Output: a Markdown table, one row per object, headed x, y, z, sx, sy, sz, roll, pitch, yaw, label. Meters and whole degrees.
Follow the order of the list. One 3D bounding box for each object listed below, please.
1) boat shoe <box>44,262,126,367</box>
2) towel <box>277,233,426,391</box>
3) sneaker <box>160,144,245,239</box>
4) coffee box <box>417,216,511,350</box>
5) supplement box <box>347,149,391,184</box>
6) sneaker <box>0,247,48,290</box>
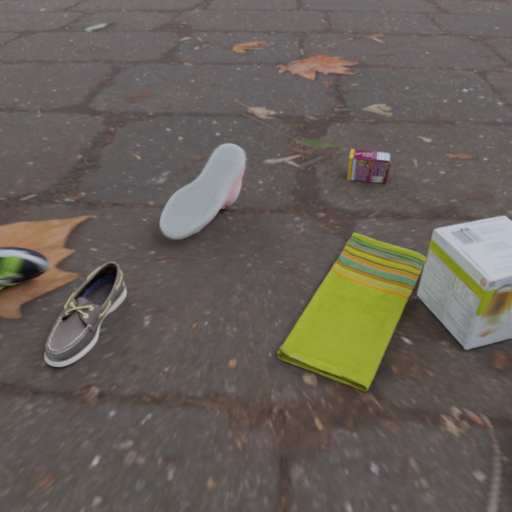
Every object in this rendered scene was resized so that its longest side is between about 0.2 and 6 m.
| x | y | z | sx | sy | sz | roll | pitch | yaw | label |
| --- | --- | --- | --- | --- | --- | --- | --- | --- | --- |
| -2.815 | 0.906 | 9.251 | 0.756 | 0.627 | 2.106 | 16 | 39 | 12 | boat shoe |
| 1.780 | 0.772 | 9.724 | 1.538 | 0.323 | 3.575 | 16 | 39 | 22 | towel |
| -1.060 | -1.134 | 11.880 | 0.930 | 1.291 | 2.471 | 32 | 68 | 9 | sneaker |
| 3.780 | 0.419 | 9.206 | 1.472 | 1.458 | 1.475 | -10 | 37 | -16 | coffee box |
| 2.697 | -2.138 | 13.411 | 0.967 | 0.633 | 0.499 | 8 | 37 | 10 | supplement box |
| -4.920 | 0.569 | 9.808 | 2.508 | 0.899 | 1.038 | -9 | 65 | -13 | sneaker |
